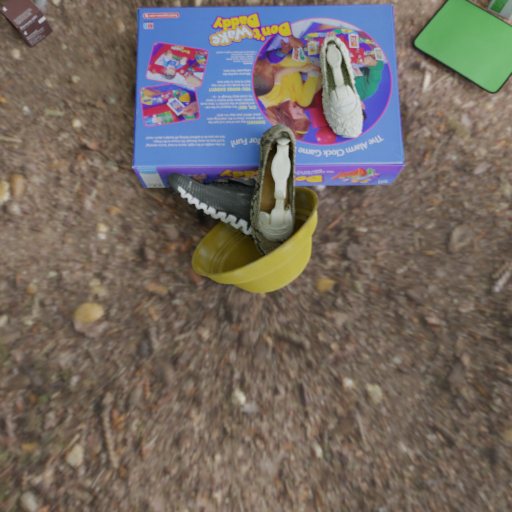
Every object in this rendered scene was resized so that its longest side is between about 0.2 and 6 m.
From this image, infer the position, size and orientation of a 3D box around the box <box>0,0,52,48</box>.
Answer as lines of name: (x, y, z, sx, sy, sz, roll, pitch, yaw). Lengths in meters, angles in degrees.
box: (-4.569, -4.686, 11.143, 0.594, 0.715, 0.587, -42, 81, -8)

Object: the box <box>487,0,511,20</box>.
box: (5.133, -5.291, 11.322, 0.534, 0.621, 0.624, 27, 79, 6)

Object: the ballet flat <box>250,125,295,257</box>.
ballet flat: (0.326, -1.035, 9.396, 0.789, 0.876, 2.326, 2, 97, -8)

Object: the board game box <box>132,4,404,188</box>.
board game box: (0.189, -2.994, 10.583, 4.790, 1.072, 3.221, 0, 78, 0)

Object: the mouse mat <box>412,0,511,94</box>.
mouse mat: (4.380, -4.293, 11.285, 2.007, 0.076, 1.615, 38, 79, 11)

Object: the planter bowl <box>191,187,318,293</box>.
planter bowl: (0.172, -0.086, 9.731, 2.449, 2.449, 1.020, -35, 116, -7)

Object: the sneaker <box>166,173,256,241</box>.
sneaker: (-0.484, -1.058, 10.009, 2.218, 0.737, 1.004, 28, 92, -11)

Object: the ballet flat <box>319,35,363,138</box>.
ballet flat: (1.408, -2.960, 9.705, 0.670, 0.670, 1.866, -10, 78, -2)
